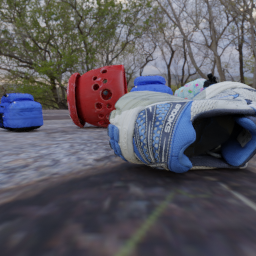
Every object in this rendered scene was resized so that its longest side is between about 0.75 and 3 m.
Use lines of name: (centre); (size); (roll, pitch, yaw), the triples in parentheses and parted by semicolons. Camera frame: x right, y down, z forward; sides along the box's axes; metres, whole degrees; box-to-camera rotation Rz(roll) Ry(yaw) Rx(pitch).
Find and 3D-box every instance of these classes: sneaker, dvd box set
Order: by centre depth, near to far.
sneaker: (1.041, 0.046, 3.036); (2.433, 0.938, 1.037); (-12, 21, -34)
dvd box set: (-1.013, -0.996, 12.488); (2.112, 0.424, 2.886); (-27, -5, 20)

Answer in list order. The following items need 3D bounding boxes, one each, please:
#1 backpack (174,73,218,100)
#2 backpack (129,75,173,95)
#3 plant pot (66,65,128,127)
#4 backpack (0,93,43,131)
backpack: (2.495, -0.861, 9.690); (1.390, 1.833, 2.196); (-20, -2, 27)
backpack: (0.710, -0.947, 9.653); (1.652, 1.706, 2.033); (-7, 7, 5)
plant pot: (-0.816, -0.881, 8.068); (1.622, 1.781, 1.781); (-2, 4, 4)
backpack: (-2.715, -0.383, 6.996); (0.933, 0.964, 1.149); (-14, 16, -42)
